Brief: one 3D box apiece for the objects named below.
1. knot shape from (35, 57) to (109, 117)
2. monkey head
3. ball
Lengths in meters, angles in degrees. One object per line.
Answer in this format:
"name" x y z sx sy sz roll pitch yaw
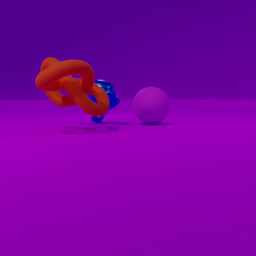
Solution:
"knot shape" -1.532 -1.072 7.009 1.926 0.951 2.058 17 -12 36
"monkey head" -0.933 -0.886 8.868 1.753 1.261 1.056 13 -24 44
"ball" 0.733 -0.702 8.758 1.160 1.160 1.160 0 6 0
